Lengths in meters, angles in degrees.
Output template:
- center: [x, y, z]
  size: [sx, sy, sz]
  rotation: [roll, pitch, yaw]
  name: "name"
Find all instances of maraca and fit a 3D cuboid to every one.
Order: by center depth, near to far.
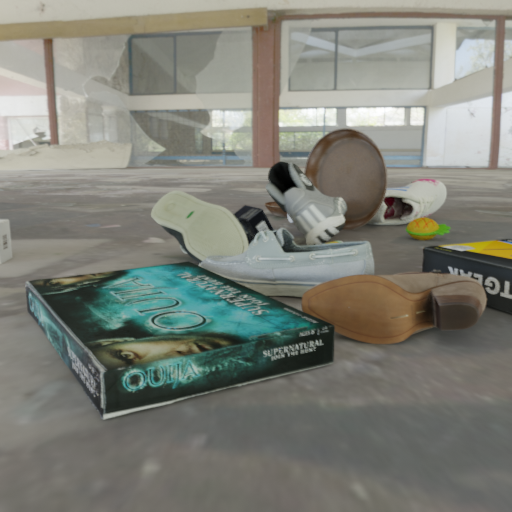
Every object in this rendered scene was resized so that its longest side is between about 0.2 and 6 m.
- center: [3.324, -0.517, 10.856]
  size: [0.820, 0.439, 0.562]
  rotation: [4, 30, 24]
  name: "maraca"

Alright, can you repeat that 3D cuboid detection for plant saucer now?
- center: [1.956, -1.645, 12.064]
  size: [2.165, 2.165, 0.347]
  rotation: [11, 16, 44]
  name: "plant saucer"
- center: [1.083, -1.227, 14.776]
  size: [1.748, 0.320, 1.748]
  rotation: [1, 10, 0]
  name: "plant saucer"

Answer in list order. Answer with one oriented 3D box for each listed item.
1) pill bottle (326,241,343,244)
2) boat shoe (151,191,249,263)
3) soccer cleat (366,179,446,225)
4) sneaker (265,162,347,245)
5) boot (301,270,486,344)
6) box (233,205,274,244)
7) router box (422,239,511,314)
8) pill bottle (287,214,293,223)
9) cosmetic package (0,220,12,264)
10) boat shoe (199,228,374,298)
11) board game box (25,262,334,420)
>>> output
- center: [1.179, -0.025, 8.492]
  size: [0.380, 0.380, 0.684]
  rotation: [9, 14, 38]
  name: "pill bottle"
- center: [-0.747, -0.295, 8.655]
  size: [0.859, 0.809, 2.393]
  rotation: [-44, 41, -11]
  name: "boat shoe"
- center: [3.599, -1.155, 13.078]
  size: [2.861, 0.999, 1.235]
  rotation: [-12, 22, -27]
  name: "soccer cleat"
- center: [0.909, -1.178, 10.745]
  size: [1.044, 1.607, 2.782]
  rotation: [-40, 7, 9]
  name: "sneaker"
- center: [1.413, 0.430, 5.723]
  size: [1.812, 0.637, 1.325]
  rotation: [7, 9, 8]
  name: "boot"
- center: [-0.039, -0.530, 10.163]
  size: [0.383, 0.641, 0.652]
  rotation: [-39, 27, -17]
  name: "box"
- center: [3.306, 0.257, 6.591]
  size: [1.612, 0.552, 2.161]
  rotation: [-6, 13, -27]
  name: "router box"
- center: [1.217, -0.968, 12.929]
  size: [0.930, 0.522, 0.522]
  rotation: [-4, 12, -19]
  name: "pill bottle"
- center: [-4.558, -0.219, 8.759]
  size: [1.241, 0.668, 0.527]
  rotation: [1, 11, -4]
  name: "cosmetic package"
- center: [0.333, 0.045, 6.925]
  size: [2.276, 0.810, 0.794]
  rotation: [3, 11, 18]
  name: "boat shoe"
- center: [-0.923, 0.584, 5.334]
  size: [1.959, 0.408, 2.897]
  rotation: [-7, 13, -31]
  name: "board game box"
